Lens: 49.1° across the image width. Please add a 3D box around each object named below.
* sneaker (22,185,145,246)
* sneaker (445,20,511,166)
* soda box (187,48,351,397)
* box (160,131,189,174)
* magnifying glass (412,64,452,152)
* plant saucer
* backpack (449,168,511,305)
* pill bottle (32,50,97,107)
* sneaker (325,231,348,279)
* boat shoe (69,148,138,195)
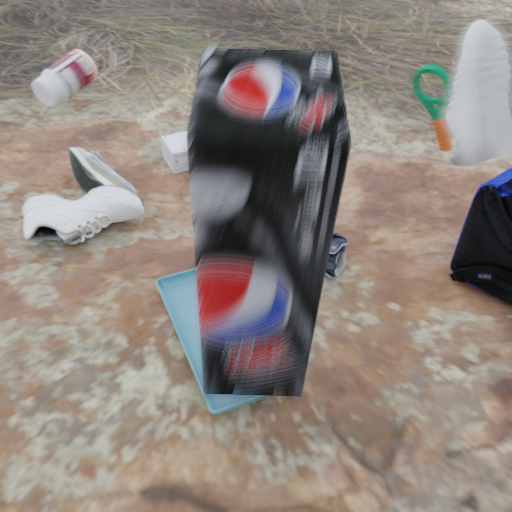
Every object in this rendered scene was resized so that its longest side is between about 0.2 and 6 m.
[{"bbox_3d":[-3.498,-0.716,11.393,2.504,0.933,1.090,-10,51,0],"label":"sneaker"},{"bbox_3d":[3.672,-2.761,9.519,0.928,2.430,0.978,6,-7,-28],"label":"sneaker"},{"bbox_3d":[0.040,-0.032,6.334,1.343,4.241,1.501,2,48,0],"label":"soda box"},{"bbox_3d":[-1.732,-2.529,13.545,0.908,0.596,0.912,-17,44,-18],"label":"box"},{"bbox_3d":[3.428,-2.766,10.591,0.713,1.791,0.201,14,50,44],"label":"magnifying glass"},{"bbox_3d":[-0.770,1.309,9.376,1.082,0.294,3.095,-15,44,-17],"label":"plant saucer"},{"bbox_3d":[5.196,-0.207,9.691,2.219,2.149,2.645,-28,47,-31],"label":"backpack"},{"bbox_3d":[-3.186,-2.946,9.326,0.565,0.565,0.989,24,56,25],"label":"pill bottle"},{"bbox_3d":[0.780,-0.071,10.574,2.032,0.773,1.468,-20,42,-23],"label":"sneaker"},{"bbox_3d":[-3.527,-1.806,12.632,0.681,0.783,2.125,-27,51,-36],"label":"boat shoe"}]
